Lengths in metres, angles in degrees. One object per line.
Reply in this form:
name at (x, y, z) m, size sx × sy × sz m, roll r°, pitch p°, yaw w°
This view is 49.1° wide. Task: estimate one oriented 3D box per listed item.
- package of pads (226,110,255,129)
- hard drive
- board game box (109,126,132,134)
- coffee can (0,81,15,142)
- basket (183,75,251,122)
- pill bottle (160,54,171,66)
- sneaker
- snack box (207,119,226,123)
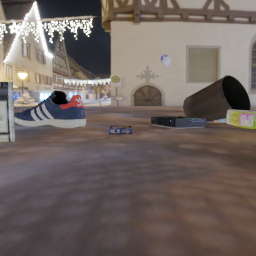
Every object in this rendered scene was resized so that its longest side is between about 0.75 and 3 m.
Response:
package of pads at (2.612, -0.174, 5.779) m, size 0.791 × 0.349 × 1.025 m, roll 3°, pitch 6°, yaw -12°
hard drive at (1.506, -0.189, 8.589) m, size 1.059 × 0.287 × 1.516 m, roll -3°, pitch 5°, yaw -24°
board game box at (-0.176, 0.046, 6.874) m, size 0.535 × 0.137 × 0.790 m, roll 0°, pitch 5°, yaw -1°
coffee can at (-2.843, -0.275, 4.937) m, size 1.552 × 1.136 × 1.136 m, roll -2°, pitch 6°, yaw -22°
basket at (2.749, -0.789, 9.028) m, size 1.543 × 1.164 × 1.712 m, roll 28°, pitch -28°, yaw -29°
pill bottle at (1.766, -3.138, 13.031) m, size 0.424 × 0.424 × 0.756 m, roll 0°, pitch 29°, yaw -5°
sneaker at (-2.459, -0.612, 8.711) m, size 2.628 × 1.111 × 0.985 m, roll 2°, pitch 6°, yaw 22°
snack box at (3.287, -0.398, 10.319) m, size 1.134 × 0.384 × 0.956 m, roll -1°, pitch 5°, yaw -18°
